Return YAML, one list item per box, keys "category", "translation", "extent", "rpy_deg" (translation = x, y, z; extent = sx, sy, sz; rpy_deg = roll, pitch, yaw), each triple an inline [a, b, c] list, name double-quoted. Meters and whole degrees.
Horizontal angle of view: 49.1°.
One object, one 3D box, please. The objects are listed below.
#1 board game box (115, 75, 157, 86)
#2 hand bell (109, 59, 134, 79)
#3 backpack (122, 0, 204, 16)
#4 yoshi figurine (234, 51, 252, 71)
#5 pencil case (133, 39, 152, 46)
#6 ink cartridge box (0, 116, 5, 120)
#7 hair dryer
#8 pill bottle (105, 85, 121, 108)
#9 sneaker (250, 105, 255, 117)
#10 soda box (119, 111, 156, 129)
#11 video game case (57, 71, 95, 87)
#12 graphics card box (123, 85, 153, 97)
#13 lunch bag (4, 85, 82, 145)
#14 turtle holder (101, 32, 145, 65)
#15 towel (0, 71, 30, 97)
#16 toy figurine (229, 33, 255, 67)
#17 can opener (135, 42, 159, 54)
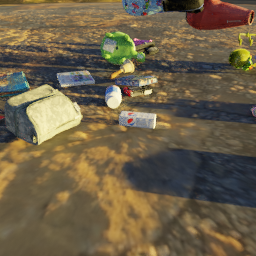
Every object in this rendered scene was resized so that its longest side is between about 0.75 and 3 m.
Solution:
- category: "board game box"
  translation: [0.262, -1.650, 9.698]
  extent: [0.849, 0.217, 1.253]
  rpy_deg: [-19, 22, -37]
- category: "hand bell"
  translation: [-0.337, -2.191, 10.843]
  extent: [0.571, 0.571, 1.097]
  rpy_deg: [25, 48, 38]
- category: "backpack"
  translation: [0.629, -3.091, 5.676]
  extent: [1.701, 1.144, 1.553]
  rpy_deg: [-4, 64, 14]
- category: "yoshi figurine"
  translation: [4.812, -2.805, 11.737]
  extent: [0.703, 0.705, 1.255]
  rpy_deg: [-5, 27, 25]
- category: "pencil case"
  translation: [0.776, -4.639, 15.260]
  extent: [1.014, 0.475, 0.460]
  rpy_deg: [11, -14, 16]
- category: "ink cartridge box"
  translation: [-5.167, -0.533, 7.418]
  extent: [2.998, 0.709, 2.399]
  rpy_deg: [20, 34, 35]
- category: "hair dryer"
  translation: [1.937, -3.310, 6.903]
  extent: [2.636, 2.008, 0.716]
  rpy_deg: [39, 69, 1]
- category: "pill bottle"
  translation: [-0.444, -0.920, 8.371]
  extent: [0.475, 0.475, 0.847]
  rpy_deg: [-1, 28, -2]
- category: "sneaker"
  translation: [3.880, -0.540, 7.867]
  extent: [0.945, 0.373, 0.451]
  rpy_deg: [-1, 17, -4]
- category: "soda box"
  translation: [0.247, -0.216, 7.267]
  extent: [0.925, 0.295, 0.315]
  rpy_deg: [5, 29, 11]
- category: "video game case"
  translation: [-1.968, -1.844, 10.422]
  extent: [1.193, 0.155, 1.311]
  rpy_deg: [-9, 29, -17]
- category: "graphics card box"
  translation: [0.333, -1.247, 9.252]
  extent: [0.839, 0.213, 0.526]
  rpy_deg: [-14, 30, -23]
- category: "lunch bag"
  translation: [-1.993, -0.267, 6.715]
  extent: [1.211, 1.006, 1.444]
  rpy_deg: [34, 41, 22]
- category: "turtle holder"
  translation: [-0.225, -3.427, 12.103]
  extent: [1.801, 1.368, 1.279]
  rpy_deg: [-7, 7, 10]
- category: "towel"
  translation: [-4.371, -1.555, 9.803]
  extent: [1.615, 0.239, 2.202]
  rpy_deg: [-11, 30, -21]
- category: "toy figurine"
  translation: [5.504, -2.695, 10.707]
  extent: [2.732, 1.441, 1.637]
  rpy_deg: [-3, 37, -22]
- category: "can opener"
  translation: [0.677, -3.910, 13.800]
  extent: [1.781, 0.564, 0.700]
  rpy_deg: [-17, 34, -29]
